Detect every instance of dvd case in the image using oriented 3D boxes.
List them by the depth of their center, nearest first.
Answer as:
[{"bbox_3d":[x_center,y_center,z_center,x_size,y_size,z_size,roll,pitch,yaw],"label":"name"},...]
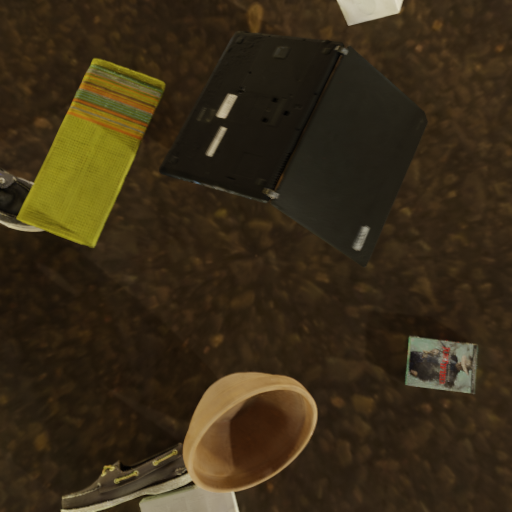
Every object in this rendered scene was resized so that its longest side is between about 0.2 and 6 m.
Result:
[{"bbox_3d":[3.455,2.030,10.447,1.260,0.139,0.920,8,81,0],"label":"dvd case"}]

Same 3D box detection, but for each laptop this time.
[{"bbox_3d":[0.787,-2.202,10.918,3.924,2.027,3.478,18,74,28],"label":"laptop"}]

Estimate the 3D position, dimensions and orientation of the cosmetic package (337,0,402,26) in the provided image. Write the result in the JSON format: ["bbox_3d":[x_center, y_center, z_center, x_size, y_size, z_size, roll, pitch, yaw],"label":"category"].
[{"bbox_3d":[2.133,-5.221,10.809,1.092,1.095,0.673,1,60,34],"label":"cosmetic package"}]

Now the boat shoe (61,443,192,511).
[{"bbox_3d":[-2.299,3.932,9.848,2.297,0.819,0.692,-14,79,-9],"label":"boat shoe"}]

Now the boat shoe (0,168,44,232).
[{"bbox_3d":[-5.084,-1.331,10.522,2.820,0.934,0.986,29,83,1],"label":"boat shoe"}]

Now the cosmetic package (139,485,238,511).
[{"bbox_3d":[-1.112,4.736,9.882,1.635,0.422,1.233,-13,79,-2],"label":"cosmetic package"}]

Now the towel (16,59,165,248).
[{"bbox_3d":[-3.105,-2.034,10.772,1.552,0.326,3.606,20,76,0],"label":"towel"}]

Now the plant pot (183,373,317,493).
[{"bbox_3d":[-0.225,2.786,9.557,2.353,2.353,1.086,-34,40,-5],"label":"plant pot"}]
